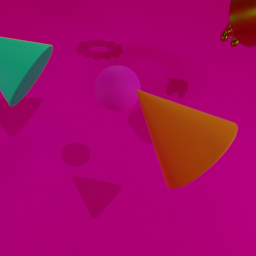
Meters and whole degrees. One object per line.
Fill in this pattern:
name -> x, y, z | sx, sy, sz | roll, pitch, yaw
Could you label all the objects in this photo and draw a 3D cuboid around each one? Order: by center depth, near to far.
cone -> 0.475, -0.058, 3.273 | 1.076, 1.072, 1.072 | 45, 58, -3
cylinder -> 2.243, -1.777, 4.129 | 1.037, 1.037, 1.037 | -30, 21, -23
ball -> -0.161, -0.614, 4.397 | 0.721, 0.721, 0.721 | 0, 50, 0
cone -> -2.825, -1.608, 6.156 | 1.654, 1.648, 1.648 | 34, 51, -12
cow figurine -> 2.724, -2.581, 6.457 | 0.677, 1.233, 1.214 | 28, 95, -1
